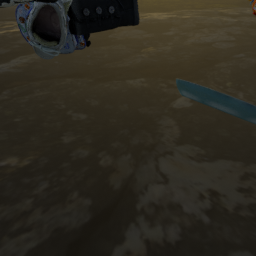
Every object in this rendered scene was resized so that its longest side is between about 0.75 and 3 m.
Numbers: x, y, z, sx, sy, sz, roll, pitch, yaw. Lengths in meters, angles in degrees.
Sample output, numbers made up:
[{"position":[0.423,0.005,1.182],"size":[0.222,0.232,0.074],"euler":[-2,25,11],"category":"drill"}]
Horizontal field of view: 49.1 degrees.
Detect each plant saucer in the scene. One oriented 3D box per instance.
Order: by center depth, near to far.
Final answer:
[{"position":[1.757,-0.419,5.072],"size":[1.986,0.272,1.986],"euler":[20,10,-4],"category":"plant saucer"}]

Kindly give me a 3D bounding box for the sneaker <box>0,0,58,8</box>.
[{"position":[-1.601,-2.373,4.665],"size":[2.041,0.678,0.923],"euler":[-13,3,10],"category":"sneaker"}]

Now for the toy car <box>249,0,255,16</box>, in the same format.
[{"position":[3.527,-3.601,7.850],"size":[1.758,0.585,0.862],"euler":[3,39,-42],"category":"toy car"}]

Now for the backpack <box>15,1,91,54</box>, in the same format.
[{"position":[-2.506,-3.448,9.231],"size":[2.136,2.242,1.727],"euler":[3,42,13],"category":"backpack"}]

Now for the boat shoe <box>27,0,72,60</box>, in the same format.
[{"position":[-2.057,-2.553,7.130],"size":[1.067,2.896,0.929],"euler":[19,66,-19],"category":"boat shoe"}]

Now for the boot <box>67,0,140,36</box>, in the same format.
[{"position":[-0.732,-3.436,7.509],"size":[1.986,1.637,0.652],"euler":[-17,14,-21],"category":"boot"}]
